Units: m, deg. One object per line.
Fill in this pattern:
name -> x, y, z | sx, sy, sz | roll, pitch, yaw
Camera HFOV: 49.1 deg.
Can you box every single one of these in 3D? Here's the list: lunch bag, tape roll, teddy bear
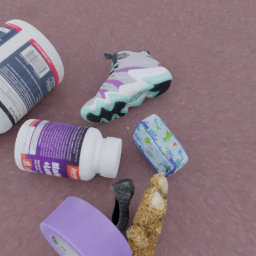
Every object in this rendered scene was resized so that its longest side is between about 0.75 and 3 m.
lunch bag -> 0.727, 0.474, 6.728 | 0.587, 1.144, 1.424 | -31, 78, -21
tape roll -> -0.782, 2.103, 5.142 | 1.656, 1.656, 0.704 | 33, 52, 19
teddy bear -> 0.361, 1.770, 5.547 | 0.650, 1.947, 1.412 | 12, 47, 6

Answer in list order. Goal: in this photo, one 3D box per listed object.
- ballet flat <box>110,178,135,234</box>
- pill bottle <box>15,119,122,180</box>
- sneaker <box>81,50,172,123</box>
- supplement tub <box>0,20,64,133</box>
ballet flat -> -0.223, 1.648, 5.814 | 0.481, 1.692, 0.562 | -6, 39, -20
pill bottle -> -1.351, 0.555, 6.702 | 2.286, 1.274, 1.274 | 8, 58, 6
sneaker -> -0.360, -1.411, 8.026 | 2.800, 1.088, 1.958 | -25, 67, -19
supplement tub -> -3.322, -1.184, 7.262 | 2.055, 2.055, 2.929 | 32, 64, 19
